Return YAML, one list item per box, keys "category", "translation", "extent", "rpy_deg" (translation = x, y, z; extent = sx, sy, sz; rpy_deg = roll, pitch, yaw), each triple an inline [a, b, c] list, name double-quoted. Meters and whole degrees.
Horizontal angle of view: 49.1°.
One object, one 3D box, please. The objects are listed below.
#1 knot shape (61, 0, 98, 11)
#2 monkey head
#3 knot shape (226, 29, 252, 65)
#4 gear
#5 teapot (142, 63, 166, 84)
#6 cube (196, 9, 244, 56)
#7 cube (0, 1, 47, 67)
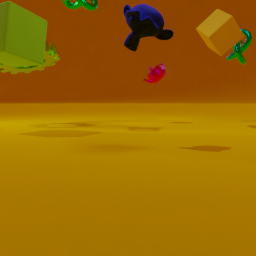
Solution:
- category: "knot shape"
  translation: [-1.455, -3.884, 8.327]
  extent: [1.220, 0.602, 1.304]
  rpy_deg: [11, 9, -25]
- category: "monkey head"
  translation: [0.247, -1.762, 4.951]
  extent: [1.052, 0.757, 0.634]
  rpy_deg: [33, 32, 6]
- category: "knot shape"
  translation: [3.602, -2.570, 9.186]
  extent: [0.526, 1.138, 1.065]
  rpy_deg: [7, -7, 1]
- category: "gear"
  translation: [-3.379, -2.352, 9.471]
  extent: [2.038, 0.377, 2.038]
  rpy_deg: [-15, -2, -1]
- category: "teapot"
  translation: [1.008, -2.032, 10.599]
  extent: [1.251, 0.613, 0.778]
  rpy_deg: [-49, 6, -26]
- category: "cube"
  translation: [2.868, -2.992, 8.782]
  extent: [0.888, 0.888, 0.888]
  rpy_deg: [38, 17, -36]
- category: "cube"
  translation: [-2.957, -2.311, 7.147]
  extent: [1.191, 1.191, 1.191]
  rpy_deg: [4, -2, 30]
